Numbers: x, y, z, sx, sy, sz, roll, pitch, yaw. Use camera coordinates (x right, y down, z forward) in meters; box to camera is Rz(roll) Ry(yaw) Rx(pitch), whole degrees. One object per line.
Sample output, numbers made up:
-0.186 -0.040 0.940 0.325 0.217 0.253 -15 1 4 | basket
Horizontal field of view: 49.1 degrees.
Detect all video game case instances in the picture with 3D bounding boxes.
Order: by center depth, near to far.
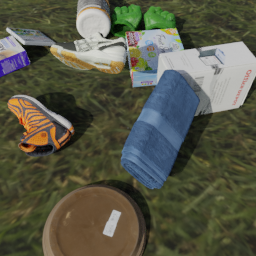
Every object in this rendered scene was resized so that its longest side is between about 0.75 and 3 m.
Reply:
-3.955 -3.731 11.511 1.352 0.163 1.483 39 32 26 | video game case

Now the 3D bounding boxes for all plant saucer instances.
-0.821 2.494 6.871 2.574 0.379 2.574 0 51 0 | plant saucer

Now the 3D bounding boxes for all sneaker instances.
-1.070 -2.228 7.985 2.305 0.872 1.011 14 79 16 | sneaker
-2.999 -0.058 8.510 2.499 0.969 1.400 25 55 19 | sneaker

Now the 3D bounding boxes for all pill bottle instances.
-1.494 -5.046 12.183 1.426 1.426 2.450 -3 52 -3 | pill bottle

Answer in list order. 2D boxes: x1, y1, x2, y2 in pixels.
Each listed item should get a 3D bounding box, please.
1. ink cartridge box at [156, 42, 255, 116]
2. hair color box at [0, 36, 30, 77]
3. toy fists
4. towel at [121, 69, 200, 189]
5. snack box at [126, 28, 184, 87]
2.372 -1.436 8.926 2.739 2.005 1.176 -12 52 -9 | ink cartridge box
-5.123 -2.551 10.641 2.308 0.748 1.261 -33 59 -21 | hair color box
0.651 -4.646 12.156 2.857 0.982 1.456 8 51 8 | toy fists
0.842 -0.003 7.254 0.698 1.605 2.875 5 59 46 | towel
1.057 -2.746 10.714 2.089 0.838 2.477 -5 53 -2 | snack box
